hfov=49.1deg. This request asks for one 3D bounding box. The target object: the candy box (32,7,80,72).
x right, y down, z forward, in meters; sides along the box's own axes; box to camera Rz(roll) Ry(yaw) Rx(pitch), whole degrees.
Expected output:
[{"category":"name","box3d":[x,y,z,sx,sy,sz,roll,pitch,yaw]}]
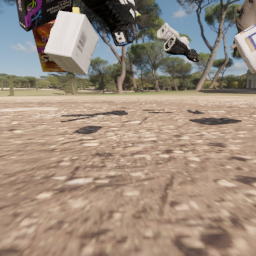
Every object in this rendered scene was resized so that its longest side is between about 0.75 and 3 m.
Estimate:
[{"category":"candy box","box3d":[-2.062,-2.547,8.401,1.299,0.629,2.227,-2,-23,-9]}]

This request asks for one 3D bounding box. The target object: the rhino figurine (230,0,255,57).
[{"category":"rhino figurine","box3d":[3.788,-3.381,8.743,0.798,2.668,1.167,11,47,0]}]

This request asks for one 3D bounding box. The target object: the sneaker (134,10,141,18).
[{"category":"sneaker","box3d":[0.145,-4.417,10.770,0.372,0.322,0.899,-14,40,-33]}]

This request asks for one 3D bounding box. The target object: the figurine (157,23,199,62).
[{"category":"figurine","box3d":[1.885,-3.069,10.306,1.430,0.631,1.465,17,38,-32]}]

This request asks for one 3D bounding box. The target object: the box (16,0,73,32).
[{"category":"box","box3d":[-1.662,-2.957,5.589,0.328,1.818,1.300,40,57,17]}]

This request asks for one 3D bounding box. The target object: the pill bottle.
[{"category":"pill bottle","box3d":[3.583,-2.166,6.496,1.899,1.054,1.054,-28,-2,21]}]

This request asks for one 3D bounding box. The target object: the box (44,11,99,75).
[{"category":"box","box3d":[-0.978,-1.490,5.013,0.522,0.794,0.798,15,-9,15]}]

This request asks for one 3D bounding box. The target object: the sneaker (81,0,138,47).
[{"category":"sneaker","box3d":[-0.370,-3.130,8.000,0.981,1.503,2.686,-9,5,27]}]
